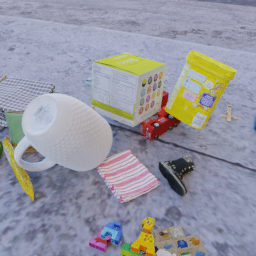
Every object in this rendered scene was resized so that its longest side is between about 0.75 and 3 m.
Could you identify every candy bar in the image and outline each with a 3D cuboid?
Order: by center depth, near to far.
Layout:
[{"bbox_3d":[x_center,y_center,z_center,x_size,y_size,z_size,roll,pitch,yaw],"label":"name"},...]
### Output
[{"bbox_3d":[-3.610,1.238,9.141,0.312,0.703,2.819,-17,39,-30],"label":"candy bar"}]

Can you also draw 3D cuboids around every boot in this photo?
[{"bbox_3d":[1.755,1.459,8.991,1.079,0.516,1.429,-14,39,-22],"label":"boot"}]

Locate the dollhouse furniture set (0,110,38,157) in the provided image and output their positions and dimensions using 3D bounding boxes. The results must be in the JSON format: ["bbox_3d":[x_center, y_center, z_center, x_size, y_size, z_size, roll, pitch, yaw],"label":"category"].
[{"bbox_3d":[-4.047,0.405,9.457,2.486,1.629,1.248,-4,35,-4],"label":"dollhouse furniture set"}]

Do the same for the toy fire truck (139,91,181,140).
[{"bbox_3d":[1.205,-0.594,11.645,2.612,0.637,1.842,-28,45,-34],"label":"toy fire truck"}]

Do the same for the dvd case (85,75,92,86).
[{"bbox_3d":[-0.893,-2.797,14.954,1.820,0.274,2.493,13,39,17],"label":"dvd case"}]

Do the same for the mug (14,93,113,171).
[{"bbox_3d":[-2.179,0.307,8.603,2.794,2.450,2.063,-41,59,4],"label":"mug"}]

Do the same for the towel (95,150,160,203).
[{"bbox_3d":[-0.076,1.470,9.152,1.449,0.296,1.980,-19,41,-25],"label":"towel"}]

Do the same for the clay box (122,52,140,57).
[{"bbox_3d":[0.109,-4.322,17.023,1.081,0.257,0.621,19,40,24],"label":"clay box"}]

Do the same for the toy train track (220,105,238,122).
[{"bbox_3d":[4.405,-0.698,12.157,0.765,0.217,1.334,11,37,14],"label":"toy train track"}]

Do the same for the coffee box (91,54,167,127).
[{"bbox_3d":[0.015,-1.557,10.759,2.037,2.014,2.034,22,33,28],"label":"coffee box"}]

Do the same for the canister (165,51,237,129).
[{"bbox_3d":[2.559,-1.359,10.275,1.771,2.385,1.032,33,28,21],"label":"canister"}]

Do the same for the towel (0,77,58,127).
[{"bbox_3d":[-4.599,-1.086,11.826,2.865,1.226,2.373,11,39,15],"label":"towel"}]

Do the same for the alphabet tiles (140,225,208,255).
[{"bbox_3d":[1.147,3.368,6.772,1.796,0.068,2.158,-8,37,-9],"label":"alphabet tiles"}]

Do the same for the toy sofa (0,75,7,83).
[{"bbox_3d":[-6.464,-1.604,12.628,0.957,1.127,2.310,18,41,23],"label":"toy sofa"}]

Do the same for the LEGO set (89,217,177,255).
[{"bbox_3d":[0.206,2.702,6.954,2.258,0.861,0.927,13,39,19],"label":"LEGO set"}]

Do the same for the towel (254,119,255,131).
[{"bbox_3d":[5.703,-0.311,11.494,0.860,0.374,1.540,16,40,22],"label":"towel"}]
